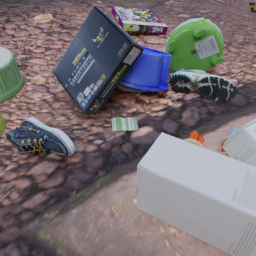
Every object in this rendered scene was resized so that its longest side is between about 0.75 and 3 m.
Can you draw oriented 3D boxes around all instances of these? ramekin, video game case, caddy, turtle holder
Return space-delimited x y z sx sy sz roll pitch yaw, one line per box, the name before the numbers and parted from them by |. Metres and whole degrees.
ramekin | -5.016 -1.945 9.922 2.338 1.142 2.338 0 42 0
video game case | 0.526 -5.514 14.261 2.295 0.453 2.532 -1 40 -17
caddy | 0.089 -2.070 9.843 2.970 1.559 2.100 21 24 22
turtle holder | 2.347 -3.012 10.814 2.001 2.634 1.870 29 40 -16

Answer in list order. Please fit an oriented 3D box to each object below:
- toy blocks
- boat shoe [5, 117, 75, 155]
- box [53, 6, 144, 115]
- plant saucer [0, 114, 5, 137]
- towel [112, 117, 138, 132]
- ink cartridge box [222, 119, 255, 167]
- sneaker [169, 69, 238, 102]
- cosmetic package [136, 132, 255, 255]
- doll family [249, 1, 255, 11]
toy blocks | 2.246 0.562 7.440 1.672 0.728 2.006 20 45 20
boat shoe | -2.415 0.418 7.661 2.077 0.735 0.943 22 46 33
box | -1.037 -2.074 8.780 0.677 2.656 2.094 5 41 -55
plant saucer | -5.098 0.022 8.294 2.667 0.414 2.667 -1 42 0
towel | -0.101 -0.112 8.687 0.791 0.093 0.604 -2 42 -4
ink cartridge box | 3.714 0.810 6.370 1.806 1.051 2.479 -24 65 -26
sneaker | 2.703 -1.682 9.865 2.341 0.909 1.011 17 41 18
cosmetic package | 1.708 1.448 5.809 2.931 1.577 1.243 23 47 22
doll family | 7.408 -6.832 16.008 0.701 0.476 1.213 -28 51 -35
